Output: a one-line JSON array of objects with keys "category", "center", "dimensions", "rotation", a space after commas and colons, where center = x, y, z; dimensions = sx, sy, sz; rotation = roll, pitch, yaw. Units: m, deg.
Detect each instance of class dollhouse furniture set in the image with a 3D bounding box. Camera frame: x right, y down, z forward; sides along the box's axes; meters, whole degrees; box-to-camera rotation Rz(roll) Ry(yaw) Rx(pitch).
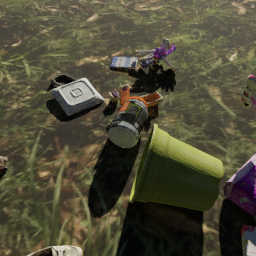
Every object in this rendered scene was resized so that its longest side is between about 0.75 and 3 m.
[{"category": "dollhouse furniture set", "center": [0.351, -1.547, 11.298], "dimensions": [1.885, 1.338, 1.494], "rotation": [-20, 48, -19]}]

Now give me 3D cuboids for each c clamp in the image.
[{"category": "c clamp", "center": [-2.795, -1.972, 12.511], "dimensions": [1.715, 0.232, 1.465], "rotation": [31, 53, 27]}]

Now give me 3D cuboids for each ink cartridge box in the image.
[{"category": "ink cartridge box", "center": [3.357, 3.067, 7.372], "dimensions": [0.620, 0.356, 0.854], "rotation": [9, 46, 8]}]

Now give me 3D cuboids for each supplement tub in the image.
[{"category": "supplement tub", "center": [0.065, -0.264, 10.176], "dimensions": [1.119, 1.119, 1.827], "rotation": [14, 47, 13]}]

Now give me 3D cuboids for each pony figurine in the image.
[{"category": "pony figurine", "center": [1.486, -3.461, 13.294], "dimensions": [2.008, 1.672, 1.939], "rotation": [-17, 36, 4]}]

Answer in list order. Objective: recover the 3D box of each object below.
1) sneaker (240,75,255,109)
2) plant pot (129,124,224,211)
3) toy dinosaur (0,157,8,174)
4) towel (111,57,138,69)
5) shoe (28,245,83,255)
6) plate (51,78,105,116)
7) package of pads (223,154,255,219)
[{"category": "sneaker", "center": [3.888, -1.075, 8.879], "dimensions": [0.581, 1.316, 0.535], "rotation": [-26, 40, 1]}, {"category": "plant pot", "center": [1.413, 1.320, 8.023], "dimensions": [2.160, 2.349, 2.349], "rotation": [18, 47, 2]}, {"category": "toy dinosaur", "center": [-5.417, 0.740, 9.251], "dimensions": [2.723, 1.169, 1.845], "rotation": [-5, 68, 12]}, {"category": "towel", "center": [-0.174, -3.216, 13.822], "dimensions": [1.261, 0.150, 0.926], "rotation": [4, 47, 7]}, {"category": "shoe", "center": [-2.028, 3.352, 6.996], "dimensions": [1.795, 0.479, 0.628], "rotation": [-12, 45, -11]}, {"category": "plate", "center": [-2.145, -1.430, 11.834], "dimensions": [1.728, 0.280, 1.732], "rotation": [-26, 56, -23]}, {"category": "package of pads", "center": [4.063, 1.593, 8.524], "dimensions": [2.166, 0.820, 1.305], "rotation": [-32, 50, -28]}]
